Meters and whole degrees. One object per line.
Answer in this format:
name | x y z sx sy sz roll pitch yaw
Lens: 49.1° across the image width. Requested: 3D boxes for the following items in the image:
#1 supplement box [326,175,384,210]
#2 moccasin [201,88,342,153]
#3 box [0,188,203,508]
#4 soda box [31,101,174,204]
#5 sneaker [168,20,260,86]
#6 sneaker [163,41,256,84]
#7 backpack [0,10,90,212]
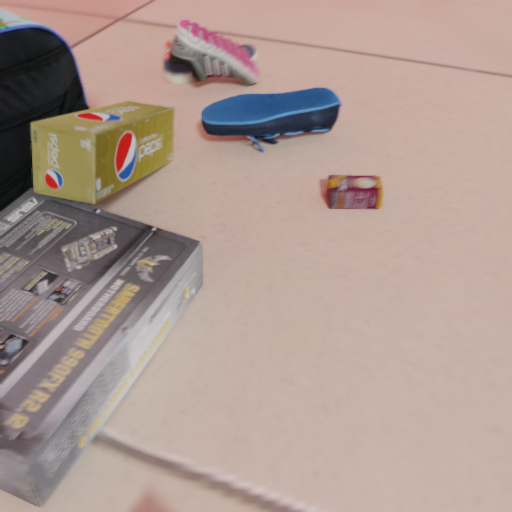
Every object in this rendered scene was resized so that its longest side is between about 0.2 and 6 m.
supplement box | 1.649 -1.074 9.420 0.886 0.379 0.489 1 42 1
moccasin | 0.312 -2.479 10.632 2.676 0.912 1.077 -5 49 -4
box | -2.701 0.742 6.878 2.860 0.873 3.612 18 43 14
soda box | -2.301 -1.784 9.006 0.975 1.032 3.046 10 23 9
sneaker | -0.956 -4.251 12.325 2.293 1.003 0.846 15 47 -39
sneaker | -1.044 -4.796 13.075 2.414 1.020 0.905 -24 47 -24
backpack | -4.384 -2.001 8.331 2.570 3.200 3.497 21 45 21
